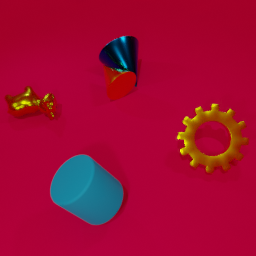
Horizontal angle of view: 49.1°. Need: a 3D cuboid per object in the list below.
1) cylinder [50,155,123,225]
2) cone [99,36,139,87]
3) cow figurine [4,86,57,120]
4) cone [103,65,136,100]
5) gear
[{"bbox_3d":[-0.816,1.262,5.693,1.076,1.076,1.076,-22,43,23],"label":"cylinder"},{"bbox_3d":[-0.017,-2.089,9.830,1.560,1.560,1.565,-19,73,-19],"label":"cone"},{"bbox_3d":[-2.847,-0.661,8.301,1.407,0.772,1.385,-26,49,-20],"label":"cow figurine"},{"bbox_3d":[-0.502,-1.679,8.974,1.102,1.102,1.106,-26,61,-25],"label":"cone"},{"bbox_3d":[2.042,0.256,6.820,1.625,1.625,0.300,8,0,8],"label":"gear"}]
